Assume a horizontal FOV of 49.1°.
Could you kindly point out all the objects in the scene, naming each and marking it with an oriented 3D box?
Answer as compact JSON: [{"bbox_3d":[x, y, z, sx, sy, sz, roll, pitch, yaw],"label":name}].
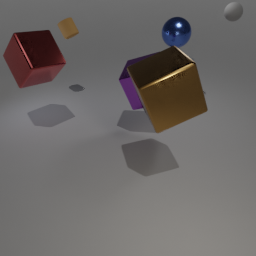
[{"bbox_3d":[0.690,-1.707,10.211,1.400,1.400,1.400,-10,37,24],"label":"cube"},{"bbox_3d":[4.108,-4.521,10.907,0.700,0.700,0.700,0,31,0],"label":"ball"},{"bbox_3d":[-2.609,-4.346,12.246,0.700,0.700,0.700,-26,13,6],"label":"cylinder"},{"bbox_3d":[0.965,-0.997,7.085,1.400,1.400,1.400,-24,34,2],"label":"cube"},{"bbox_3d":[-3.336,-2.456,9.991,1.400,1.400,1.400,-25,-4,-43],"label":"cube"},{"bbox_3d":[2.294,-4.520,13.266,1.400,1.400,1.400,0,31,0],"label":"ball"}]
